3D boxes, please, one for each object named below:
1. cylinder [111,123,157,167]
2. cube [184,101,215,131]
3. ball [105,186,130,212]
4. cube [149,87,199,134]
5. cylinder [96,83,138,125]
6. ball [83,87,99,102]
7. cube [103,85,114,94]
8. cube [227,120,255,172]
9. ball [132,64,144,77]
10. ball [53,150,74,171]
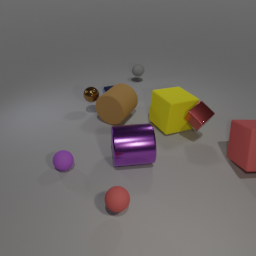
[{"bbox_3d":[0.159,0.578,9.629,1.400,1.400,1.400,-5,32,-5],"label":"cylinder"},{"bbox_3d":[2.648,-0.446,10.416,0.700,0.700,0.700,-39,76,-15],"label":"cube"},{"bbox_3d":[-0.290,1.939,7.653,0.700,0.700,0.700,0,32,0],"label":"ball"},{"bbox_3d":[1.863,-0.762,11.653,1.400,1.400,1.400,-11,34,-26],"label":"cube"},{"bbox_3d":[-0.476,-1.063,12.246,1.400,1.400,1.400,15,35,22],"label":"cylinder"},{"bbox_3d":[-1.632,-1.486,12.445,0.700,0.700,0.700,0,32,0],"label":"ball"},{"bbox_3d":[-0.809,-1.624,13.823,0.700,0.700,0.700,-11,34,-16],"label":"cube"},{"bbox_3d":[4.319,0.541,9.298,1.400,1.400,1.400,0,13,-7],"label":"cube"},{"bbox_3d":[0.569,-3.238,15.729,0.700,0.700,0.700,0,32,0],"label":"ball"},{"bbox_3d":[-2.189,1.096,9.474,0.700,0.700,0.700,0,32,0],"label":"ball"}]
